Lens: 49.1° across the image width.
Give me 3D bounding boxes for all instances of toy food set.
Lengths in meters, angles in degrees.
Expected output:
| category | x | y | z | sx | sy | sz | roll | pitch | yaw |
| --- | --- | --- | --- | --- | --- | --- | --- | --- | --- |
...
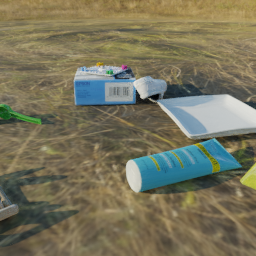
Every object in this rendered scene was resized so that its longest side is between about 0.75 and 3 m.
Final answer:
| category | x | y | z | sx | sy | sz | roll | pitch | yaw |
| --- | --- | --- | --- | --- | --- | --- | --- | --- | --- |
| toy food set | -2.857 | 1.176 | 4.861 | 1.284 | 0.540 | 1.789 | -19 | 31 | -35 |

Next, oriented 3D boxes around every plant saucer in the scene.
| category | x | y | z | sx | sy | sz | roll | pitch | yaw |
| --- | --- | --- | --- | --- | --- | --- | --- | --- | --- |
| plant saucer | 3.327 | 0.911 | 5.617 | 1.568 | 0.375 | 1.566 | 21 | 32 | 37 |

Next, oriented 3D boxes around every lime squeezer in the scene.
| category | x | y | z | sx | sy | sz | roll | pitch | yaw |
| --- | --- | --- | --- | --- | --- | --- | --- | --- | --- |
| lime squeezer | -3.959 | -0.246 | 8.146 | 2.718 | 0.513 | 0.960 | -7 | 57 | -17 |

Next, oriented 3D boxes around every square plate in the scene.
| category | x | y | z | sx | sy | sz | roll | pitch | yaw |
| --- | --- | --- | --- | --- | --- | --- | --- | --- | --- |
| square plate | 2.473 | -0.365 | 8.297 | 2.635 | 0.375 | 2.610 | -6 | 26 | -12 |

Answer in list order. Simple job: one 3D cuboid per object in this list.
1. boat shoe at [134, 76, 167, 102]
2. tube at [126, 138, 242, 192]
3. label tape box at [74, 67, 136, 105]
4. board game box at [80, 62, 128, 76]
| category | x | y | z | sx | sy | sz | roll | pitch | yaw |
| --- | --- | --- | --- | --- | --- | --- | --- | --- | --- |
| boat shoe | 0.891 | -1.247 | 9.603 | 0.789 | 0.751 | 2.191 | -20 | -6 | 18 |
| tube | 1.169 | 0.742 | 5.821 | 2.444 | 0.616 | 0.946 | -10 | 48 | -26 |
| label tape box | -0.886 | -1.778 | 10.618 | 2.086 | 0.963 | 2.912 | -2 | 27 | -5 |
| board game box | -0.842 | -2.140 | 10.071 | 1.293 | 0.167 | 1.293 | 12 | 25 | 24 |
